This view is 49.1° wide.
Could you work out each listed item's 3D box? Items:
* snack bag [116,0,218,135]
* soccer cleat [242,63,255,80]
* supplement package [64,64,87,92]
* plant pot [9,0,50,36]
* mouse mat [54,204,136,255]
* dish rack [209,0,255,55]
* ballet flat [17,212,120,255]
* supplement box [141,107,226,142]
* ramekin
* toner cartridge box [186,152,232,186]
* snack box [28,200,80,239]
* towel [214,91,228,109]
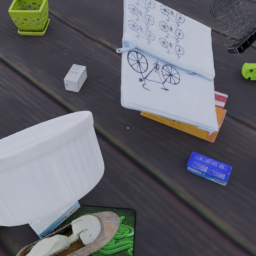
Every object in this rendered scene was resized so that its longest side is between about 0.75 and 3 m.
[{"bbox_3d":[0.992,-1.461,6.261,2.714,0.308,2.879,14,68,-29],"label":"snack bag"},{"bbox_3d":[5.302,-2.024,10.150,2.246,0.758,0.910,11,37,8],"label":"soccer cleat"},{"bbox_3d":[-1.872,-1.796,10.065,0.488,0.507,0.891,13,50,8],"label":"supplement package"},{"bbox_3d":[-4.141,-4.794,12.076,1.368,1.247,1.374,2,50,1],"label":"plant pot"},{"bbox_3d":[-0.818,2.610,6.703,1.973,0.074,1.587,4,50,2],"label":"mouse mat"},{"bbox_3d":[3.051,-3.088,7.954,1.317,1.717,0.468,-42,23,-21],"label":"dish rack"},{"bbox_3d":[-1.293,2.514,6.231,2.491,0.838,0.848,-26,51,-19],"label":"ballet flat"},{"bbox_3d":[1.670,-0.478,8.767,2.488,0.828,0.856,21,53,16],"label":"supplement box"},{"bbox_3d":[-1.590,0.656,5.041,2.396,1.168,2.396,-19,12,4],"label":"ramekin"},{"bbox_3d":[2.245,1.125,7.809,1.137,0.245,0.540,22,55,17],"label":"toner cartridge box"},{"bbox_3d":[-2.349,1.701,7.219,2.031,0.377,1.180,36,60,28],"label":"snack box"},{"bbox_3d":[2.806,-0.870,9.537,0.927,0.146,1.287,23,54,17],"label":"towel"}]
